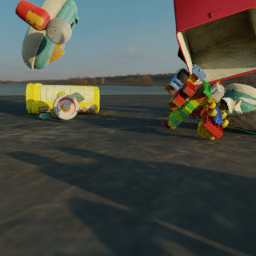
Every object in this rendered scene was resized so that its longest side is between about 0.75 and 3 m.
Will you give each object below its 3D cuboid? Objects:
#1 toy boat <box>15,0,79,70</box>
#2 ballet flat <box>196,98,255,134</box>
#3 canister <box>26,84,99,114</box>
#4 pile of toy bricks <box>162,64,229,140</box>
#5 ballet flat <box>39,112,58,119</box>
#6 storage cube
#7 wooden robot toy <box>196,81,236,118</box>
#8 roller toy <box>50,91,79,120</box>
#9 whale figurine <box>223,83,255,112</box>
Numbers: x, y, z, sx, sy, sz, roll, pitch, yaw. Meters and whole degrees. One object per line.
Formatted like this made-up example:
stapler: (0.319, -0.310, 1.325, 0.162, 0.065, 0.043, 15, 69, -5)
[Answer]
toy boat: (-1.507, -1.893, 5.554, 0.954, 1.725, 2.052, 30, 5, -10)
ballet flat: (2.678, -0.370, 7.044, 0.865, 0.801, 2.453, -7, 10, -29)
canister: (-2.651, -1.228, 11.790, 2.779, 1.203, 2.064, 0, 8, -9)
pile of toy bricks: (1.413, -0.496, 6.746, 1.537, 1.368, 2.771, 41, 28, -6)
ballet flat: (-2.686, -0.432, 9.571, 0.264, 0.264, 0.760, 7, 11, 40)
storage cube: (2.823, -3.130, 8.777, 2.652, 2.384, 2.267, -12, -40, 21)
wooden robot toy: (3.329, -1.030, 10.003, 1.248, 1.286, 2.834, 4, 10, 31)
roller toy: (-2.098, -0.704, 9.389, 0.826, 0.906, 0.633, 22, 1, -19)
whale figurine: (4.878, -1.032, 11.749, 2.158, 1.120, 1.717, 24, -1, -39)
